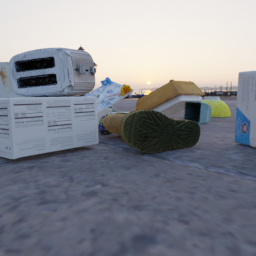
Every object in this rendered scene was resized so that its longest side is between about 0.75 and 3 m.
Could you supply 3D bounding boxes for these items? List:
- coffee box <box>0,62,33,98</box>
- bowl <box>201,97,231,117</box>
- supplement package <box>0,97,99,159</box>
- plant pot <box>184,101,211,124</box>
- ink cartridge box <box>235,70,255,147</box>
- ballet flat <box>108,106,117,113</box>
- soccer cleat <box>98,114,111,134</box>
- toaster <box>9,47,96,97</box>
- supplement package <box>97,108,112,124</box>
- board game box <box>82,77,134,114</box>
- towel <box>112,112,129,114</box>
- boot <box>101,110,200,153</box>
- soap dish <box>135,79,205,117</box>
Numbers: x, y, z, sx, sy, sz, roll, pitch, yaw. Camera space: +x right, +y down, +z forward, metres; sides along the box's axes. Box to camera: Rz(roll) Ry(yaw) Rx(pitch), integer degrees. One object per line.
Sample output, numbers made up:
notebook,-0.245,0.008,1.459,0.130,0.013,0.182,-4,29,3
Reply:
coffee box,-4.142,-1.449,11.963,2.500,2.524,2.528,-1,8,-5
bowl,4.809,-1.235,16.046,2.070,1.114,2.070,1,7,0
supplement package,-2.042,-0.104,6.509,1.668,1.188,2.142,2,6,43
plant pot,3.208,-0.684,12.580,0.968,0.947,0.950,0,6,-37
ink cartridge box,4.070,-0.406,6.364,1.871,1.880,2.563,-2,8,-18
ballet flat,-1.474,-1.068,17.131,0.691,0.731,2.170,29,-12,-38
soccer cleat,-0.630,-0.182,9.522,0.501,0.648,1.548,1,7,9
toaster,-1.947,-1.356,7.014,2.140,1.216,1.382,-2,7,15
supplement package,-1.263,-0.470,11.666,0.684,0.676,1.128,6,10,39
board game box,-1.353,-1.217,11.419,2.539,0.328,2.539,-33,28,-12
towel,-0.341,-0.616,14.245,1.272,0.358,1.487,0,7,29
boot,0.113,-0.004,7.448,2.449,0.925,2.797,10,1,-37
soap dish,1.856,-1.281,13.040,2.123,1.096,2.699,-7,-14,-45
